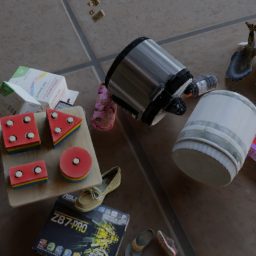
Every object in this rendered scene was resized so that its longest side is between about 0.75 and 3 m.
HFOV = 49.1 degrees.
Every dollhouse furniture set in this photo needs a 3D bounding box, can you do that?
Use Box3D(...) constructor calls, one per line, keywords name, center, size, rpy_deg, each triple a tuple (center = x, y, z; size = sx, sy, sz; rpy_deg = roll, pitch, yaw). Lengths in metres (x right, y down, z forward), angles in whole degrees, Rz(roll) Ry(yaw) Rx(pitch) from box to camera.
Box3D(name="dollhouse furniture set", center=(-1.183, -4.844, 11.351), size=(0.753, 0.716, 0.613), rpy_deg=(55, 39, -15))

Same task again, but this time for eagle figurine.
Box3D(name="eagle figurine", center=(5.433, -3.054, 11.839), size=(2.130, 2.118, 2.807), rpy_deg=(1, 85, 48))

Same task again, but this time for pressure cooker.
Box3D(name="pressure cooker", center=(0.908, -1.463, 9.917), size=(2.852, 2.548, 2.508), rpy_deg=(41, 57, 9))

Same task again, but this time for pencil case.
Box3D(name="pencil case", center=(-0.868, -0.876, 10.789), size=(0.802, 0.838, 1.937), rpy_deg=(-23, 47, 39))

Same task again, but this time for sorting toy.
Box3D(name="sorting toy", center=(-2.238, 0.587, 7.970), size=(2.570, 0.900, 2.586), rpy_deg=(-11, 70, -20))

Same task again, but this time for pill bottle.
Box3D(name="pill bottle", center=(2.876, -1.694, 11.345), size=(1.308, 0.695, 0.695), rpy_deg=(-22, 60, -13))

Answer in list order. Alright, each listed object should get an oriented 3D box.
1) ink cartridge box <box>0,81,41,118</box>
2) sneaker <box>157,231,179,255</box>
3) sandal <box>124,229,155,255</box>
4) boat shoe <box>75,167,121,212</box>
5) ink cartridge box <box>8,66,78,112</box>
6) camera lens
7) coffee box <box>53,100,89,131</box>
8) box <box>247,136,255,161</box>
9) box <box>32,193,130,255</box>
Box3D(name="ink cartridge box", center=(-4.229, -0.470, 10.007), size=(1.385, 0.798, 1.898), rpy_deg=(38, 99, 22))
Box3D(name="sneaker", center=(1.194, 3.433, 8.408), size=(0.337, 0.317, 0.822), rpy_deg=(-16, 58, -39))
Box3D(name="sandal", center=(0.350, 3.450, 8.322), size=(1.170, 0.319, 0.478), rpy_deg=(-36, 64, -20))
Box3D(name="boat shoe", center=(-0.895, 1.860, 8.743), size=(0.699, 0.603, 1.917), rpy_deg=(29, 37, 28))
Box3D(name="ink cartridge box", center=(-3.400, -1.449, 11.098), size=(2.493, 0.839, 1.460), rpy_deg=(15, 59, 9))
Box3D(name="camera lens", center=(2.929, 0.267, 9.252), size=(2.151, 2.151, 2.689), rpy_deg=(27, 62, 16))
Box3D(name="coffee box", center=(-2.407, 0.556, 9.476), size=(1.031, 1.460, 2.583), rpy_deg=(20, 59, 12))
Box3D(name="box", center=(5.762, 1.017, 9.717), size=(1.907, 0.545, 2.788), rpy_deg=(-37, 65, -21))
Box3D(name="box", center=(-1.334, 3.146, 8.367), size=(2.335, 0.573, 1.882), rpy_deg=(18, 57, 11))
